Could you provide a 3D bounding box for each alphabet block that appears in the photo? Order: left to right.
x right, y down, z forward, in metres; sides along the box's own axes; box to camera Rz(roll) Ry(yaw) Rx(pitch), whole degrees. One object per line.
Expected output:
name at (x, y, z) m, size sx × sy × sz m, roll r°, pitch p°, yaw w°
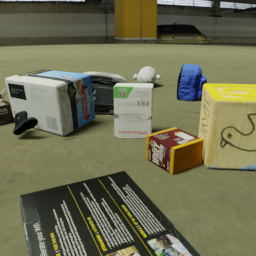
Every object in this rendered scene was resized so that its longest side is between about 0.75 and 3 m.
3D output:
alphabet block at (3.083, -0.107, 7.923) m, size 1.905 × 1.951 × 1.916 m, roll 1°, pitch 21°, yaw 4°

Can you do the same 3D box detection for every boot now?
boot at (-3.485, -0.300, 9.488) m, size 0.999 × 0.382 × 0.840 m, roll -30°, pitch 48°, yaw 15°

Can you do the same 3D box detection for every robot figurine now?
robot figurine at (1.146, -3.075, 16.841) m, size 1.626 × 1.083 × 1.917 m, roll 0°, pitch 21°, yaw 10°

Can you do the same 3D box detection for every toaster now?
toaster at (-1.067, -1.609, 12.277) m, size 2.874 × 1.633 × 1.856 m, roll 4°, pitch 19°, yaw -3°

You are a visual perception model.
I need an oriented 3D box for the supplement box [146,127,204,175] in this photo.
supplement box at (1.275, 0.593, 7.785) m, size 1.116 × 0.751 × 1.132 m, roll -14°, pitch 25°, yaw -32°

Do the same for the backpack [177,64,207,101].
backpack at (3.223, -2.334, 14.045) m, size 1.431 × 1.706 × 1.386 m, roll 5°, pitch 21°, yaw 13°

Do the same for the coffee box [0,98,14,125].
coffee box at (-5.401, -0.705, 11.181) m, size 1.835 × 0.732 × 1.037 m, roll 19°, pitch 28°, yaw 41°

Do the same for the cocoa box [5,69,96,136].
cocoa box at (-2.861, -1.084, 10.515) m, size 2.742 × 1.829 × 1.799 m, roll 12°, pitch 28°, yaw 31°

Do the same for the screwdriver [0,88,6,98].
screwdriver at (-6.544, -1.782, 14.488) m, size 0.343 × 0.329 × 2.361 m, roll -28°, pitch 24°, yaw 6°

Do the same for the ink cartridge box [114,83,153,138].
ink cartridge box at (0.192, -0.593, 9.499) m, size 1.281 × 1.755 × 0.738 m, roll 2°, pitch 18°, yaw 5°

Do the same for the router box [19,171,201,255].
router box at (-0.434, 1.854, 4.505) m, size 2.197 × 0.752 × 2.946 m, roll -9°, pitch 23°, yaw -23°
